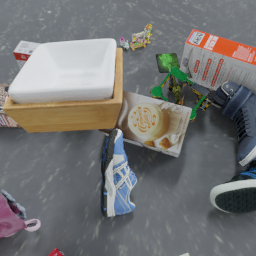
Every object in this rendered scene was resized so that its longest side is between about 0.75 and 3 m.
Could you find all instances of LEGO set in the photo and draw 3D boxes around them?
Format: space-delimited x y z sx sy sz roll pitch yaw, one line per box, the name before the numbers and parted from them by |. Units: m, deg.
LEGO set | 0.521 -3.673 10.939 1.725 0.642 0.794 -39 64 -23
LEGO set | 1.713 -1.011 9.114 1.891 1.096 1.454 28 85 12

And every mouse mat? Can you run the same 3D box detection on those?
mouse mat | 1.499 -2.449 10.489 0.810 0.038 1.007 -5 55 -3

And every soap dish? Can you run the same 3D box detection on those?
soap dish | -0.986 -0.831 5.170 1.803 0.931 2.292 -3 36 2

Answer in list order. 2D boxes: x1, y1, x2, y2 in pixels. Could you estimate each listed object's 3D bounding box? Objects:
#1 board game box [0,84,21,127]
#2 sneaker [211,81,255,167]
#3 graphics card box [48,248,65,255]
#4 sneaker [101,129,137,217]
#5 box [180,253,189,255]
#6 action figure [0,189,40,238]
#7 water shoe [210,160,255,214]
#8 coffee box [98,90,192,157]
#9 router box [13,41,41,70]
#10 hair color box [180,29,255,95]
board game box | -3.901 -0.722 8.893 1.522 0.737 1.214 1 56 2
sneaker | 3.214 -0.251 8.293 1.956 1.029 2.706 34 53 9
graphics card box | -1.197 4.026 5.756 2.612 0.664 1.639 37 63 21
sneaker | -0.249 1.162 7.410 0.873 0.858 2.266 3 84 -12
box | 1.280 3.620 6.067 0.717 0.587 1.510 -15 57 -10
action figure | -3.402 2.581 6.723 1.521 1.369 2.043 44 70 -17
water shoe | 3.416 1.472 7.477 2.795 0.999 1.103 -9 30 -6
coffee box | 0.494 -0.150 8.117 2.363 0.942 1.351 15 83 11
router box | -2.135 -1.606 8.739 2.218 1.991 0.542 10 56 8
hair color box | 3.199 -2.021 9.279 2.804 1.555 0.896 23 58 14
